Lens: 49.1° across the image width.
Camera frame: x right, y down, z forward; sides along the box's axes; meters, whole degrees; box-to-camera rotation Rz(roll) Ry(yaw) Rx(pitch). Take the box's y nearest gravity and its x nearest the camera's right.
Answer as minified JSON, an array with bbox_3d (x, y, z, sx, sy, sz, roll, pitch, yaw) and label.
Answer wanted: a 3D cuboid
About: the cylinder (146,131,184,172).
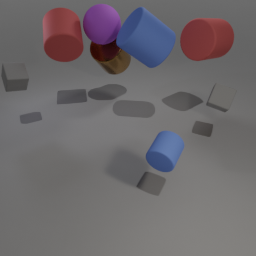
[{"bbox_3d":[0.862,0.541,6.492,0.700,0.700,0.700,16,48,24],"label":"cylinder"}]

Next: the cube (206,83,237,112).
[{"bbox_3d":[3.071,-0.995,9.263,0.700,0.700,0.700,22,0,11],"label":"cube"}]

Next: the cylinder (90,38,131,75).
[{"bbox_3d":[-0.710,-3.143,11.796,1.400,1.400,1.400,10,-7,17],"label":"cylinder"}]

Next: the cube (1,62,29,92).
[{"bbox_3d":[-3.851,-1.735,9.537,0.700,0.700,0.700,-11,67,-32],"label":"cube"}]

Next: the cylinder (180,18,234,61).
[{"bbox_3d":[2.819,-3.160,9.980,1.400,1.400,1.400,27,32,37],"label":"cylinder"}]

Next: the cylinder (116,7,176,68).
[{"bbox_3d":[0.572,-2.895,9.067,1.400,1.400,1.400,28,20,-28],"label":"cylinder"}]

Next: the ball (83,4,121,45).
[{"bbox_3d":[-0.955,-3.806,10.313,1.400,1.400,1.400,0,31,0],"label":"ball"}]

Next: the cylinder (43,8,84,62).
[{"bbox_3d":[-2.413,-3.431,10.381,1.400,1.400,1.400,-6,60,-10],"label":"cylinder"}]
